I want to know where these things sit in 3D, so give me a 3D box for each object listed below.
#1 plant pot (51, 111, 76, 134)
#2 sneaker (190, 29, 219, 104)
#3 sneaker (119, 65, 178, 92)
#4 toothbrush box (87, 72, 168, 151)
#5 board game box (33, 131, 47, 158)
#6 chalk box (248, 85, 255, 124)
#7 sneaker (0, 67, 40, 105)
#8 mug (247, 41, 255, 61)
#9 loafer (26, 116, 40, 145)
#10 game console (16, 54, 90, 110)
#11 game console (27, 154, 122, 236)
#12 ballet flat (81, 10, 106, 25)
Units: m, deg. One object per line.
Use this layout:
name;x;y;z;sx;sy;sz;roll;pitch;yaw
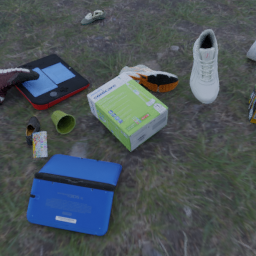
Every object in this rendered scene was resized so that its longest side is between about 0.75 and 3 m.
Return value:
plant pot;-2.566;-0.295;10.790;0.815;0.815;0.774;-33;45;-24
sneaker;2.968;-2.433;10.863;1.143;1.458;2.935;-3;79;11
sneaker;0.883;-2.337;12.305;2.657;1.006;1.222;5;46;3
toothbrush box;-0.020;-0.672;10.506;1.839;1.087;2.525;-36;61;-20
board game box;-3.023;0.576;9.600;0.578;0.147;0.859;-9;81;34
chalk box;5.442;-1.019;11.152;0.996;1.003;1.607;11;52;9
sneaker;-4.933;-1.671;11.641;2.590;0.980;1.496;1;84;11
mug;6.701;-3.675;13.235;1.362;1.328;1.659;41;67;20
loafer;-3.631;0.001;10.646;0.473;0.469;1.298;-8;50;-5
game console;-3.583;-2.173;12.473;2.642;0.464;2.987;-34;58;-25
game console;-1.634;2.047;9.097;2.544;1.505;2.172;8;82;7
ballet flat;-1.996;-6.358;15.924;1.576;0.502;0.531;-26;55;-20
